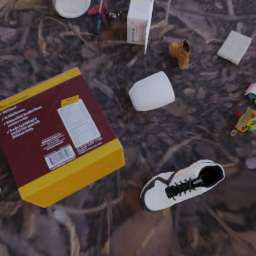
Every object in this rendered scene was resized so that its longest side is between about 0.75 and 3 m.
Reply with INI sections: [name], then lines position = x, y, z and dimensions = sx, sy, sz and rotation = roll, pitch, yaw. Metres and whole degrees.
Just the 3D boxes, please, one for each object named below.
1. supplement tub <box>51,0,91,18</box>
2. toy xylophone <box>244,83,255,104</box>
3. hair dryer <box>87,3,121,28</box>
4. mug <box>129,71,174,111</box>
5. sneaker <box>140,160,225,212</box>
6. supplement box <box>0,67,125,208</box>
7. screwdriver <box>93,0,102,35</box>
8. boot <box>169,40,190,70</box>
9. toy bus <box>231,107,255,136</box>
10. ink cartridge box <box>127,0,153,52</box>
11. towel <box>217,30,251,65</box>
[supplement tub]
position = -2.076, -4.728, 9.180
dimensions = 1.215, 1.215, 1.983
rotation = -20, 70, -8
[toy xylophone]
position = 4.164, -0.875, 8.036
dimensions = 1.037, 0.356, 1.416
rotation = -37, 72, -14
[hair dryer]
position = -0.830, -3.774, 9.261
dimensions = 1.092, 0.297, 0.831
rotation = 18, 65, 10
[mug]
position = 0.569, -1.039, 7.901
dimensions = 1.073, 0.904, 1.224
rotation = -23, 39, -2
[sneaker]
position = 1.291, 1.336, 6.700
dimensions = 2.197, 0.879, 0.810
rotation = -26, 86, -8
[supplement box]
position = -1.670, 0.258, 6.877
dimensions = 2.337, 1.573, 2.370
rotation = -27, 70, -9
[screwdriver]
position = -0.842, -3.754, 8.831
dimensions = 0.241, 0.231, 1.656
rotation = 14, 89, -3
[boot]
position = 1.582, -2.383, 8.415
dimensions = 0.388, 0.815, 1.053
rotation = -21, 69, -8
[toy bus]
position = 3.299, -0.136, 7.679
dimensions = 0.423, 0.819, 0.773
rotation = 27, 59, -21
[ink cartridge box]
position = 0.370, -3.405, 8.668
dimensions = 0.662, 1.124, 1.952
rotation = 8, 67, 4
[towel]
position = 3.349, -2.543, 8.830
dimensions = 0.738, 0.192, 1.113
rotation = 31, 71, 14
